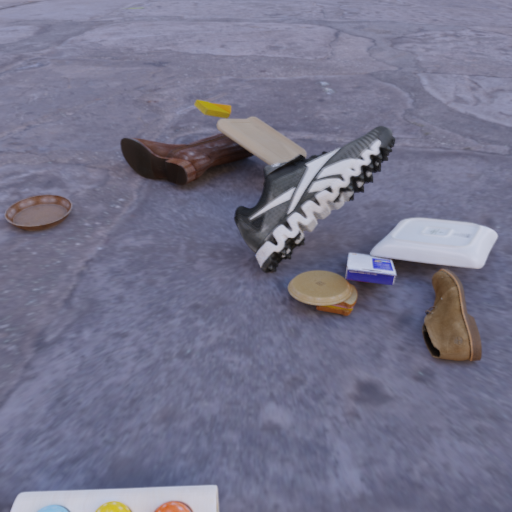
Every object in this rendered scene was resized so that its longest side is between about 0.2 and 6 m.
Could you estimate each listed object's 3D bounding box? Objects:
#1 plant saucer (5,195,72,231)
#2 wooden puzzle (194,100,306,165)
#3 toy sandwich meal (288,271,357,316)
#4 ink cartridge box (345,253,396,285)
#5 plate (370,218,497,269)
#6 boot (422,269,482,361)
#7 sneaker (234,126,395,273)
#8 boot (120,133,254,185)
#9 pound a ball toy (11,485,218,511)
[{"bbox_3d":[-4.623,-0.899,11.977,1.365,0.235,1.365,0,33,0],"label":"plant saucer"},{"bbox_3d":[0.130,-2.664,13.114,3.110,0.364,2.098,39,28,16],"label":"wooden puzzle"},{"bbox_3d":[1.121,0.644,9.526,1.193,0.408,1.193,-1,27,0],"label":"toy sandwich meal"},{"bbox_3d":[1.964,0.237,9.679,0.788,0.309,1.665,7,8,9],"label":"ink cartridge box"},{"bbox_3d":[3.382,-0.332,10.538,1.966,0.318,1.962,9,23,29],"label":"plate"},{"bbox_3d":[2.986,0.885,8.981,0.731,0.713,1.937,-7,35,8],"label":"boot"},{"bbox_3d":[0.941,-1.359,10.213,3.439,1.143,1.556,-43,76,2],"label":"sneaker"},{"bbox_3d":[-1.655,-2.728,14.169,2.542,0.876,2.728,28,43,27],"label":"boot"},{"bbox_3d":[-1.222,3.038,5.402,2.406,1.022,1.569,-1,34,-1],"label":"pound a ball toy"}]
